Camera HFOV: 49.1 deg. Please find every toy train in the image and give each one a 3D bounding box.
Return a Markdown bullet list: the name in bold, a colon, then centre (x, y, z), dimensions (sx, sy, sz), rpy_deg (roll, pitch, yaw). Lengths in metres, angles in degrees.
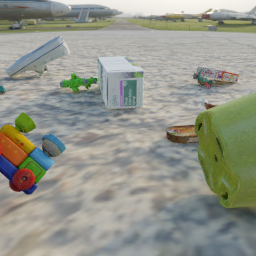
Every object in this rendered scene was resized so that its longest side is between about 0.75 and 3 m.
- **toy train**: centre (-1.770, 0.117, 4.066), dimensions (0.955, 1.650, 0.698), rpy_deg (-51, 11, -30)

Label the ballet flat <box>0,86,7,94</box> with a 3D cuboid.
- **ballet flat**: centre (-4.841, -1.365, 10.104), dimensions (0.944, 0.350, 0.350), rpy_deg (5, 23, 6)

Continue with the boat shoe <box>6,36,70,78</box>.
- **boat shoe**: centre (-3.960, -2.869, 12.690), dimensions (3.015, 1.285, 1.114), rpy_deg (-30, 31, 2)

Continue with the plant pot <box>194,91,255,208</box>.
- **plant pot**: centre (2.197, 0.241, 4.176), dimensions (2.048, 2.227, 2.227), rpy_deg (-13, 24, -2)

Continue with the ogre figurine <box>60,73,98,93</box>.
- **ogre figurine**: centre (-1.906, -1.664, 10.263), dimensions (1.423, 0.698, 0.853), rpy_deg (14, 12, 4)

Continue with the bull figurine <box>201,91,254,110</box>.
- **bull figurine**: centre (3.121, -0.357, 6.925), dimensions (2.612, 0.851, 1.586), rpy_deg (-5, 20, -17)

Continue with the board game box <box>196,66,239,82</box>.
- **board game box**: centre (3.673, -2.177, 11.434), dimensions (1.146, 0.350, 1.512), rpy_deg (23, 18, 39)

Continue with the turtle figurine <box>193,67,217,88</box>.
- **turtle figurine**: centre (2.974, -1.958, 11.005), dimensions (0.572, 0.851, 1.137), rpy_deg (-46, 12, 3)

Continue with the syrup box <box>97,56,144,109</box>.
- **syrup box**: centre (-0.335, -1.649, 9.571), dimensions (1.193, 1.153, 2.930), rpy_deg (-5, 23, -11)

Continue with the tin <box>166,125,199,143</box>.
- **tin**: centre (1.441, 0.134, 6.545), dimensions (1.116, 0.234, 0.625), rpy_deg (-3, 19, -7)
